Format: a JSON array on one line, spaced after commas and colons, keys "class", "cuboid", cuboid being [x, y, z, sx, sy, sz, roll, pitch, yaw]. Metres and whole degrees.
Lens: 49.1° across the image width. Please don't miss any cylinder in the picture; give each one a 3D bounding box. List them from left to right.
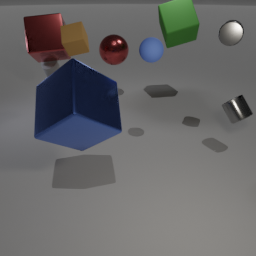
[{"class": "cylinder", "cuboid": [-3.297, -2.579, 12.110, 0.700, 0.700, 0.700, -3, 59, 5]}, {"class": "cylinder", "cuboid": [3.137, -2.898, 8.516, 0.700, 0.700, 0.700, 10, 27, 18]}, {"class": "cylinder", "cuboid": [3.403, -0.578, 8.738, 0.700, 0.700, 0.700, -26, -6, -3]}]

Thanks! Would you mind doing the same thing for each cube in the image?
[{"class": "cube", "cuboid": [-3.133, -3.501, 11.039, 1.400, 1.400, 1.400, -7, -1, -2]}, {"class": "cube", "cuboid": [-1.679, -2.820, 8.906, 0.700, 0.700, 0.700, -11, 68, 4]}, {"class": "cube", "cuboid": [-1.153, -0.450, 6.453, 1.400, 1.400, 1.400, -26, -31, 34]}, {"class": "cube", "cuboid": [2.185, -4.576, 12.223, 1.400, 1.400, 1.400, -15, -11, 6]}]

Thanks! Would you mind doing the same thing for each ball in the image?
[{"class": "ball", "cuboid": [-0.664, -3.679, 13.214, 1.400, 1.400, 1.400, 0, 27, 0]}, {"class": "ball", "cuboid": [0.666, -2.223, 7.985, 0.700, 0.700, 0.700, 0, 27, 0]}]
